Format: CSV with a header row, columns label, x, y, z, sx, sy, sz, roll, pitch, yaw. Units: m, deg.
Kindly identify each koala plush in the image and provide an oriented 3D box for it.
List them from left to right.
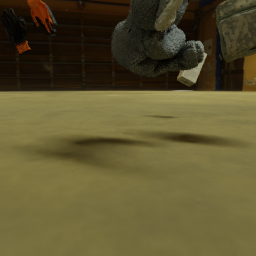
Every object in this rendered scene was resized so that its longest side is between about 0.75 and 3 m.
label,x,y,z,sx,sy,sz,roll,pitch,yaw
koala plush,0.542,-2.218,5.631,1.933,1.865,2.103,-19,-19,-5

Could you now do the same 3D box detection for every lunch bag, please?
label,x,y,z,sx,sy,sz,roll,pitch,yaw
lunch bag,2.990,-2.345,6.583,1.676,1.406,1.168,-10,-28,30

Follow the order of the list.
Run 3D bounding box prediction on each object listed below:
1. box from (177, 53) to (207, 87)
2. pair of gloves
label,x,y,z,sx,sy,sz,roll,pitch,yaw
box,2.522,-2.409,11.061,0.642,1.352,0.526,27,-12,-9
pair of gloves,-2.339,-2.465,6.607,1.252,1.116,0.155,-27,6,12
